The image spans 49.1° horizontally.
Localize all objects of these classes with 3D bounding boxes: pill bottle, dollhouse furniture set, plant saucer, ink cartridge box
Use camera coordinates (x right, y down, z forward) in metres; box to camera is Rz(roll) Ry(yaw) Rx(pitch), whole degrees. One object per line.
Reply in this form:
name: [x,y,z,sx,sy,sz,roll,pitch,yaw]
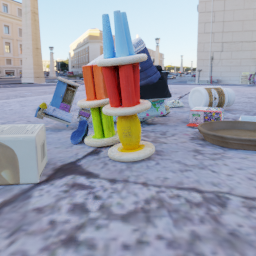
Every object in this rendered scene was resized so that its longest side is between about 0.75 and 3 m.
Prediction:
pill bottle: [3.993,-1.379,13.181,2.062,1.179,1.179,-7,13,-28]
dollhouse furniture set: [-1.947,-0.787,9.184,1.663,1.149,1.762,19,16,-10]
plant saucer: [3.165,0.163,7.532,2.535,0.373,2.535,-1,11,0]
ink cartridge box: [2.789,-0.410,10.004,1.094,0.506,2.008,5,11,23]

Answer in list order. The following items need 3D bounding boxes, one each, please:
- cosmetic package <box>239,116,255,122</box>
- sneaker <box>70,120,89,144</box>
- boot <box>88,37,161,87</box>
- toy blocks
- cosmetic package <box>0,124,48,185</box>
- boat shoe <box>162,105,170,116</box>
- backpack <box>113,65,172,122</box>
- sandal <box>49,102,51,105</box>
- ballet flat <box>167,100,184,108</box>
cosmetic package: [4.071,-0.213,9.117,0.810,0.277,1.074,1,-2,18]
sneaker: [-1.270,0.195,7.546,0.359,0.398,1.022,3,33,10]
boot: [-0.260,-1.476,7.377,0.887,1.101,2.438,-42,22,-27]
toy blocks: [-0.431,-0.946,6.318,1.056,2.907,2.423,-15,18,-28]
cosmetic package: [-2.684,0.443,4.896,2.332,0.829,1.227,-1,11,-7]
boat shoe: [0.619,-1.032,12.063,2.453,0.934,0.879,5,12,24]
backpack: [0.101,-1.180,10.093,2.306,1.956,2.598,-8,9,-26]
sandal: [-3.595,-1.088,13.444,0.417,0.580,1.460,-12,10,8]
ballet flat: [2.525,-1.282,14.758,1.205,0.432,0.432,-8,13,-36]
